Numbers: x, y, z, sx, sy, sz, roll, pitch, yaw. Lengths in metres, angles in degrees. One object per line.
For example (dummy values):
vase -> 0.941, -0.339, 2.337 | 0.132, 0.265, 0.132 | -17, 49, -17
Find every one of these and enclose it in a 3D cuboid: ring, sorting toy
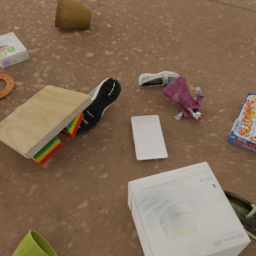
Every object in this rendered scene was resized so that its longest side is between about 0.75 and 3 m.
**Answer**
ring -> -6.088, -1.844, 12.713 | 1.826, 0.175, 1.826 | 0, 49, 0
sorting toy -> -3.012, -0.149, 10.213 | 2.911, 1.013, 2.894 | 18, 55, 43

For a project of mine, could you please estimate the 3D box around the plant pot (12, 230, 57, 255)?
plant pot -> -2.737, 3.620, 7.641 | 1.073, 1.073, 1.146 | 38, 74, 28

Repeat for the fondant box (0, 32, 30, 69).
fondant box -> -6.124, -3.987, 14.245 | 1.445, 0.583, 2.003 | -28, 54, -22

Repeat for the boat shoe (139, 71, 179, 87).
boat shoe -> 1.388, -2.134, 12.666 | 1.817, 0.670, 0.583 | 0, 56, 5

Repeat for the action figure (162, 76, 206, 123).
action figure -> 2.379, -1.042, 11.672 | 1.469, 1.633, 2.193 | -37, 75, 6

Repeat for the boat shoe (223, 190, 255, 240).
boat shoe -> 3.685, 2.666, 8.496 | 2.353, 0.773, 0.841 | 28, 55, 22

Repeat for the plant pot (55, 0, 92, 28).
plant pot -> -2.986, -6.325, 15.657 | 1.872, 1.744, 1.744 | 9, 49, -11

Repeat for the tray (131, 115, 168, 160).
tray -> 0.778, 0.367, 10.796 | 1.134, 0.234, 2.113 | -5, 50, -3

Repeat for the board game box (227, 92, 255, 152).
board game box -> 5.239, -0.171, 11.092 | 1.818, 0.463, 2.686 | 23, 54, 18

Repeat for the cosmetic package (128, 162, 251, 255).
cosmetic package -> 1.539, 2.638, 8.023 | 2.521, 1.554, 2.529 | -13, 52, -10

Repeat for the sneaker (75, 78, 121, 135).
sneaker -> -1.472, -0.810, 11.404 | 2.923, 1.159, 1.080 | -47, 108, -19
